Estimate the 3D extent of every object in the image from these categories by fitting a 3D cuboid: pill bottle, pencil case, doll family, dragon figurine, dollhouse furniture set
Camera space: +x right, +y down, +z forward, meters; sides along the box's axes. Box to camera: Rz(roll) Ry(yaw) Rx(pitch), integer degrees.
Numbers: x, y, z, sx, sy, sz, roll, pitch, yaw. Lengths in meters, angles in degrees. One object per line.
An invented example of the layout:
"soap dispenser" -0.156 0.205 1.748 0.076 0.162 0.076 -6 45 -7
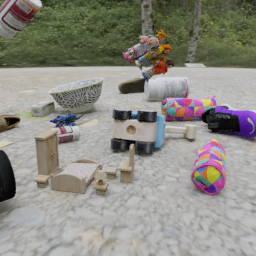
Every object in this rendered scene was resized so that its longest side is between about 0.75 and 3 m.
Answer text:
"pill bottle" -3.471 -3.544 8.671 1.512 0.863 0.863 -38 4 19
"pill bottle" -2.007 0.193 8.989 0.866 0.495 0.495 -9 18 -29
"pencil case" 1.855 0.837 6.370 0.763 0.763 1.728 5 14 18
"pill bottle" 2.220 -2.256 16.153 2.363 1.340 1.340 -3 16 -11
"doll family" 0.912 -3.118 11.316 1.657 1.203 2.669 -27 -27 19
"dragon figurine" -2.219 -0.278 10.688 1.654 0.487 0.822 -10 18 -30
"dollhouse furniture set" -1.026 0.726 6.212 2.202 0.975 1.142 4 16 13
"pencil case" 2.568 -0.829 11.770 2.313 1.022 1.022 -3 16 -11
"pill bottle" -3.086 1.053 4.548 2.197 1.229 1.229 -14 21 -39

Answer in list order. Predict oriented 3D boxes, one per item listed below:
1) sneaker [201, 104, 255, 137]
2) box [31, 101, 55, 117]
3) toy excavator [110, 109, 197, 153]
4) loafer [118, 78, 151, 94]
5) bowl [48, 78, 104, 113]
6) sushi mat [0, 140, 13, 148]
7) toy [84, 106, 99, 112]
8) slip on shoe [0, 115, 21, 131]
"sneaker" 3.476 -0.171 9.783 1.332 0.931 2.678 -11 14 -12
"box" -3.902 -0.898 12.905 0.576 0.479 1.402 2 16 6
"toy excavator" 0.850 0.031 8.707 2.304 1.184 2.370 5 6 21
"loafer" 0.521 -2.980 19.285 2.769 1.053 0.934 -8 23 -28
"bowl" -2.280 -1.453 13.165 2.594 1.218 2.594 -11 18 4
"sushi mat" -4.001 0.544 8.563 0.435 0.055 0.909 6 17 25
"toy" -1.791 -0.870 13.355 0.460 0.189 0.800 14 21 32
"slip on shoe" -4.610 -0.156 10.076 0.509 0.638 1.679 -1 7 23
